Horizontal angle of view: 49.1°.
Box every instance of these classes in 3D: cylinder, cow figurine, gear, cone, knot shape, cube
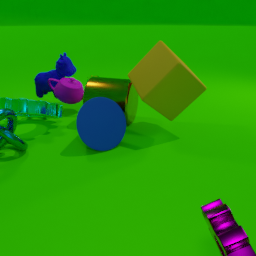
[{"bbox_3d":[-0.450,-0.770,7.846,1.246,1.246,1.246,7,23,15],"label":"cylinder"},{"bbox_3d":[-2.400,-1.700,9.098,1.466,1.443,0.805,3,25,10],"label":"cow figurine"},{"bbox_3d":[1.025,1.232,2.572,0.210,1.134,1.134,-25,22,4],"label":"gear"},{"bbox_3d":[-0.868,-0.053,6.817,1.217,1.217,1.221,-13,3,-29],"label":"cone"},{"bbox_3d":[-2.886,0.156,5.942,1.255,1.341,0.620,-12,54,0],"label":"knot shape"},{"bbox_3d":[0.946,-1.157,6.990,1.208,1.208,1.208,31,24,-39],"label":"cube"},{"bbox_3d":[-2.686,-0.497,7.432,1.807,0.334,1.807,3,-3,0],"label":"gear"}]

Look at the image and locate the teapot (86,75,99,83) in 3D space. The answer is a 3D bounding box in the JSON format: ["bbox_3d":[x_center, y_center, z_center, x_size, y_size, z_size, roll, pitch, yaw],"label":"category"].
[{"bbox_3d":[-1.390,-1.870,11.286,0.685,0.539,1.101,-23,1,14],"label":"teapot"}]

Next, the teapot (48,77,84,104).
[{"bbox_3d":[-1.738,-1.192,8.639,1.500,0.734,0.933,16,31,-8],"label":"teapot"}]
